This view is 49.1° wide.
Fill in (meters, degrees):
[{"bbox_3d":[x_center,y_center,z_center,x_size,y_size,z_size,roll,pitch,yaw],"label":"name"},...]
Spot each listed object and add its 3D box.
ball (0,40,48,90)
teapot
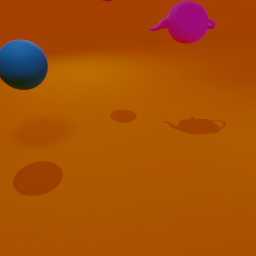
[{"bbox_3d":[-2.353,-1.396,6.252,1.094,1.094,1.094,0,29,0],"label":"ball"},{"bbox_3d":[1.669,-3.083,8.406,1.985,1.234,0.972,-2,-5,-4],"label":"teapot"}]
